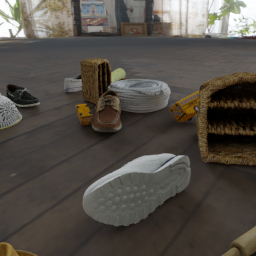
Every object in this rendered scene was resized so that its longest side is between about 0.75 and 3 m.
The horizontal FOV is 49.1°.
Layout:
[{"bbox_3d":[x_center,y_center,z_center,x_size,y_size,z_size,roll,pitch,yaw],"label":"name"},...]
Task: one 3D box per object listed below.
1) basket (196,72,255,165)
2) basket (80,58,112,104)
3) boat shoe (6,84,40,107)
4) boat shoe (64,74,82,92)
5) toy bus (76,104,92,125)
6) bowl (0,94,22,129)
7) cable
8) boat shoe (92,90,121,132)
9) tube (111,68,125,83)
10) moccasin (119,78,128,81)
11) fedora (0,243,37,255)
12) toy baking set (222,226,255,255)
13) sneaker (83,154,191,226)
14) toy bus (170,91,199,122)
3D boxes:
[{"bbox_3d":[3.393,-0.347,7.535,2.902,2.071,2.162,4,21,10],"label":"basket"},{"bbox_3d":[-1.152,-2.006,11.952,1.292,1.811,1.349,-15,24,-35],"label":"basket"},{"bbox_3d":[-4.508,-1.359,11.832,2.144,0.725,0.770,20,28,37],"label":"boat shoe"},{"bbox_3d":[-2.319,-2.412,14.322,0.842,0.748,2.288,13,25,28],"label":"boat shoe"},{"bbox_3d":[-1.559,-0.490,9.897,0.406,0.489,1.249,-9,28,-16],"label":"toy bus"},{"bbox_3d":[-4.913,-0.700,9.839,2.114,0.992,2.114,-1,23,0],"label":"bowl"},{"bbox_3d":[0.465,-1.445,11.784,2.618,0.907,2.619,7,23,21],"label":"cable"},{"bbox_3d":[-0.725,-0.644,9.705,1.024,0.971,2.705,-1,22,-3],"label":"boat shoe"},{"bbox_3d":[-0.847,-2.660,15.069,0.677,0.756,2.607,31,30,5],"label":"tube"},{"bbox_3d":[-0.101,-2.558,15.323,0.857,0.314,0.331,-2,12,-30],"label":"moccasin"},{"bbox_3d":[-1.810,2.040,3.542,1.689,0.689,1.689,0,22,0],"label":"fedora"},{"bbox_3d":[2.310,2.117,3.861,2.511,0.292,1.927,-12,25,-27],"label":"toy baking set"},{"bbox_3d":[0.128,1.121,5.656,2.617,1.000,1.053,-10,16,-41],"label":"sneaker"},{"bbox_3d":[2.399,-0.825,10.120,1.834,0.597,0.718,-28,74,-36],"label":"toy bus"}]
